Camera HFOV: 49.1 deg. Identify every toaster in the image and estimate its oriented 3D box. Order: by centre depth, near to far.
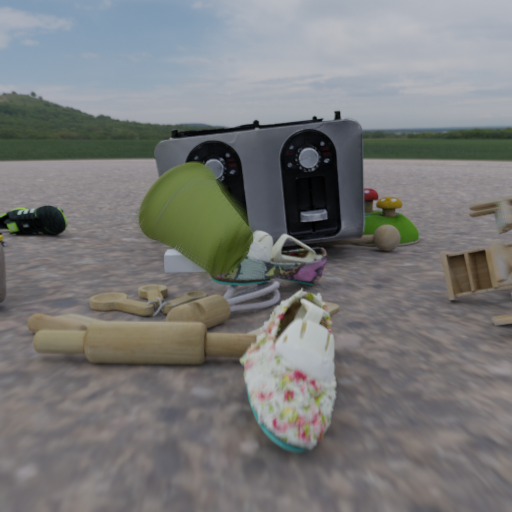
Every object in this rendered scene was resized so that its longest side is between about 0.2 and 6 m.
[{"bbox_3d":[0.018,-1.407,10.577,3.392,2.226,3.751,-6,12,-1],"label":"toaster"}]

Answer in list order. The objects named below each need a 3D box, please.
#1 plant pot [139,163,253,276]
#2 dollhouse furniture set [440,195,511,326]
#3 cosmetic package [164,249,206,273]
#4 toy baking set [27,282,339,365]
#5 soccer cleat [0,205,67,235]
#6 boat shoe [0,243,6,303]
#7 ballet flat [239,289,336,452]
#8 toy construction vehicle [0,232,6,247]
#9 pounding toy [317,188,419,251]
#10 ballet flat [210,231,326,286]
[{"bbox_3d":[-0.616,-0.342,6.639,1.130,1.130,1.073,-13,46,-46],"label":"plant pot"},{"bbox_3d":[2.690,0.127,6.584,0.947,1.336,1.455,-12,-9,19],"label":"dollhouse furniture set"},{"bbox_3d":[-1.011,0.077,8.967,0.865,0.308,0.439,0,12,-2],"label":"cosmetic package"},{"bbox_3d":[-0.740,0.604,6.348,3.389,0.394,2.601,1,12,6],"label":"toy baking set"},{"bbox_3d":[-4.800,-0.694,11.963,1.999,0.675,0.810,4,24,38],"label":"soccer cleat"},{"bbox_3d":[-4.636,0.014,7.184,3.312,1.234,1.214,6,14,32],"label":"boat shoe"},{"bbox_3d":[0.333,0.761,4.662,0.807,0.682,2.133,28,12,-4],"label":"ballet flat"},{"bbox_3d":[-5.314,-0.310,10.641,0.861,0.348,0.989,2,12,7],"label":"toy construction vehicle"},{"bbox_3d":[2.359,-0.796,11.269,1.701,1.022,2.203,6,13,28],"label":"pounding toy"},{"bbox_3d":[0.214,0.026,7.500,1.920,0.683,0.664,3,21,-40],"label":"ballet flat"}]
